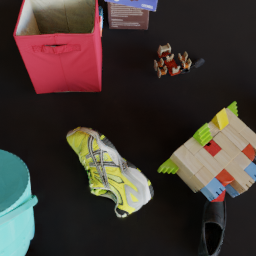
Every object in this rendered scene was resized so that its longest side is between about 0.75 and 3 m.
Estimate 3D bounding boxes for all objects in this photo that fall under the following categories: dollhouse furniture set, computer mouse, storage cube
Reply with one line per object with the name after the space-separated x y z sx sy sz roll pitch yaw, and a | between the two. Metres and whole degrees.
1.308 -2.097 8.848 1.041 0.536 1.030 -17 66 -7 | dollhouse furniture set
2.049 -1.998 8.918 0.986 0.168 0.289 -31 61 -19 | computer mouse
-1.793 -2.446 8.054 1.995 2.098 2.334 -2 54 -2 | storage cube

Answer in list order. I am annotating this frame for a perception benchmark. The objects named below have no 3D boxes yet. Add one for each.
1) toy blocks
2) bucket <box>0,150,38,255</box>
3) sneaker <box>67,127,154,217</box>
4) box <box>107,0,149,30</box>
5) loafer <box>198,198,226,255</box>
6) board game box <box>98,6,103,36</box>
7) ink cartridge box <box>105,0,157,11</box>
2.217 0.769 6.482 2.540 1.269 1.736 -36 73 -22 | toy blocks
-2.824 1.513 5.148 2.288 1.488 2.288 9 31 -5 | bucket
-0.626 0.910 6.390 2.555 0.963 0.976 38 62 25 | sneaker
0.042 -4.591 9.783 1.442 1.738 1.427 3 55 1 | box
1.808 2.019 5.855 0.517 0.535 1.523 16 56 11 | loafer
-2.061 -3.663 9.626 2.344 0.473 1.793 -2 39 -2 | board game box
0.199 -3.400 6.209 1.286 1.310 0.284 3 17 -18 | ink cartridge box
